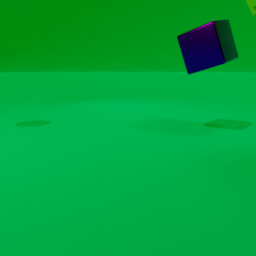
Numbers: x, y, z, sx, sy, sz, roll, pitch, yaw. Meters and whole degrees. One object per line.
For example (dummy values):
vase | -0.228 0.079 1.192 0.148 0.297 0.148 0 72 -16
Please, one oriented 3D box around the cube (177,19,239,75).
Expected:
cube | 2.353 -2.377 8.232 1.181 1.181 1.181 -11 11 42

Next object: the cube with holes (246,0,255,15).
cube with holes | 3.101 -3.152 6.103 0.809 0.809 0.809 -45 19 -25
